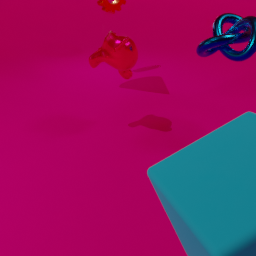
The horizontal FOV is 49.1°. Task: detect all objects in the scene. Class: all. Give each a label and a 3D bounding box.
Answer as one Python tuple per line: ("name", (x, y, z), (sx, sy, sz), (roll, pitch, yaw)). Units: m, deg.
("monkey head", (-0.274, -1.483, 5.880), (0.961, 1.336, 0.805), (-42, 70, -13))
("knot shape", (1.961, -1.767, 5.294), (1.235, 0.570, 1.155), (0, 48, 41))
("cube", (0.690, 0.488, 1.522), (0.769, 0.769, 0.769), (-29, 22, -6))
("gear", (-0.516, -4.461, 9.292), (1.206, 1.206, 0.223), (-24, 44, -36))
